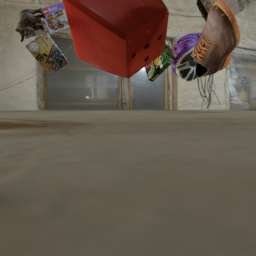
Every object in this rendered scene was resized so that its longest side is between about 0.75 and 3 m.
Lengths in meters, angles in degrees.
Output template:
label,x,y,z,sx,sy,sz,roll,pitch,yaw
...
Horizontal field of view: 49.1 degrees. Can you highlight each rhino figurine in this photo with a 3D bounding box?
label,x,y,z,sx,sy,sz,roll,pitch,yaw
rhino figurine,-2.896,-3.020,8.234,0.764,0.522,1.748,-8,45,-2

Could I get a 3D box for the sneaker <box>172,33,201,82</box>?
label,x,y,z,sx,sy,sz,roll,pitch,yaw
sneaker,2.010,-2.495,9.567,1.195,1.155,2.864,12,37,23

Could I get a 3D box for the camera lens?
label,x,y,z,sx,sy,sz,roll,pitch,yaw
camera lens,2.831,-3.781,8.220,1.442,1.153,1.153,-30,-6,19

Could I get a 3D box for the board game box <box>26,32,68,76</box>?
label,x,y,z,sx,sy,sz,roll,pitch,yaw
board game box,-3.129,-2.871,10.938,0.959,1.415,0.245,-32,35,3

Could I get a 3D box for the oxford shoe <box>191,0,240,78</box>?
label,x,y,z,sx,sy,sz,roll,pitch,yaw
oxford shoe,2.154,-2.068,7.149,0.931,0.910,2.553,-34,-26,-2

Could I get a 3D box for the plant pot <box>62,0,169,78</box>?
label,x,y,z,sx,sy,sz,roll,pitch,yaw
plant pot,-0.134,-2.989,8.396,2.432,2.144,2.430,-39,-24,-19

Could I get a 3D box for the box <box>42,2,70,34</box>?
label,x,y,z,sx,sy,sz,roll,pitch,yaw
box,-2.568,-4.384,10.970,1.400,0.958,0.274,-22,27,-10

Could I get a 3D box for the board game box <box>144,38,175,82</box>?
label,x,y,z,sx,sy,sz,roll,pitch,yaw
board game box,0.984,-3.264,11.224,0.303,2.582,1.353,11,-39,-39
